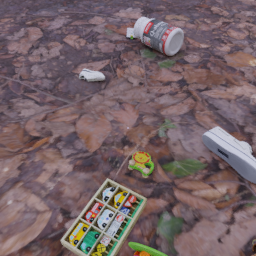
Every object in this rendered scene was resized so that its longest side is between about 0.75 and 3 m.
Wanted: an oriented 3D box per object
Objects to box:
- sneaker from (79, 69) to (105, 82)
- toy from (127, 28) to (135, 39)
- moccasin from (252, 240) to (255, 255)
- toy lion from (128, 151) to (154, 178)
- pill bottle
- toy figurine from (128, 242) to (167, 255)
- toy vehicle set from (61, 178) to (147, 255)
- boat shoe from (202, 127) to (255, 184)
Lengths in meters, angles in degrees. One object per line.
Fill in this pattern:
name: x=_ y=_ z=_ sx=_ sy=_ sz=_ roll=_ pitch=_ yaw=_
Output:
sneaker: x=-1.770 y=-2.511 z=13.874 sx=1.345 sy=0.514 sz=0.541 roll=13 pitch=56 yaw=21
toy: x=0.237 y=-5.805 z=17.265 sx=0.604 sy=0.248 sz=1.050 roll=4 pitch=46 yaw=0
moccasin: x=3.731 y=3.460 z=7.808 sx=1.755 sy=0.642 sz=0.678 roll=-30 pitch=60 yaw=-15
toy lion: x=0.531 y=1.259 z=10.214 sx=0.980 sy=0.336 sz=0.939 roll=28 pitch=44 yaw=25
pill bottle: x=1.669 y=-5.226 z=15.780 sx=2.645 sy=1.532 sz=1.532 roll=35 pitch=54 yaw=30
toy figurine: x=0.520 y=4.003 z=7.138 sx=1.670 sy=1.254 sz=1.537 roll=27 pitch=61 yaw=-7
toy vehicle set: x=-0.655 y=2.846 z=8.575 sx=1.544 sy=0.329 sz=2.485 roll=22 pitch=49 yaw=20
boat shoe: x=3.951 y=0.847 z=10.021 sx=0.903 sy=1.016 sz=2.762 roll=-34 pitch=56 yaw=-16
